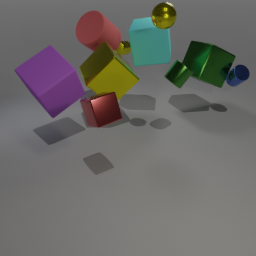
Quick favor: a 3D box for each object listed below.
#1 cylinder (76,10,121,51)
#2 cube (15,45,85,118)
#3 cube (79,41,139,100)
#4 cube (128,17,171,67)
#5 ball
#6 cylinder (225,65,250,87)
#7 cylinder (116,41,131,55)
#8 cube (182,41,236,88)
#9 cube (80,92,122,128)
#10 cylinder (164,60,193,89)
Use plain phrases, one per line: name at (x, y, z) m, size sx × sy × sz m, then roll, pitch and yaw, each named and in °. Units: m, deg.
cylinder at (-1.206, -3.874, 11.606) m, size 1.400 × 1.400 × 1.400 m, roll 17°, pitch 0°, yaw 28°
cube at (-2.460, -1.472, 9.043) m, size 1.400 × 1.400 × 1.400 m, roll -39°, pitch 67°, yaw -13°
cube at (-0.703, -1.972, 10.151) m, size 1.400 × 1.400 × 1.400 m, roll -42°, pitch 41°, yaw 14°
cube at (0.885, -3.355, 10.774) m, size 1.400 × 1.400 × 1.400 m, roll -3°, pitch 37°, yaw 12°
ball at (0.992, -3.092, 7.740) m, size 0.700 × 0.700 × 0.700 m, roll 0°, pitch 28°, yaw 0°
cylinder at (4.471, -2.137, 11.472) m, size 0.700 × 0.700 × 0.700 m, roll -6°, pitch -11°, yaw -12°
cylinder at (-0.294, -4.046, 14.177) m, size 0.700 × 0.700 × 0.700 m, roll 20°, pitch 26°, yaw 32°
cube at (3.258, -2.657, 11.650) m, size 1.400 × 1.400 × 1.400 m, roll 13°, pitch 15°, yaw -31°
cube at (-0.667, -0.461, 6.926) m, size 0.700 × 0.700 × 0.700 m, roll -23°, pitch 16°, yaw -26°
cylinder at (1.696, -1.803, 9.387) m, size 0.700 × 0.700 × 0.700 m, roll 35°, pitch 16°, yaw -12°
